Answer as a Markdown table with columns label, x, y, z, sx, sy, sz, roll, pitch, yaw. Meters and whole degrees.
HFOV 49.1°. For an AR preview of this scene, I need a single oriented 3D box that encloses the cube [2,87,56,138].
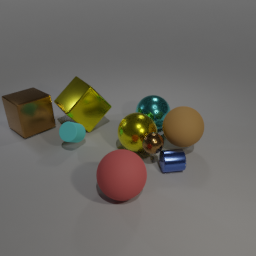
| label | x | y | z | sx | sy | sz | roll | pitch | yaw |
| --- | --- | --- | --- | --- | --- | --- | --- | --- | --- |
| cube | -3.942 | -0.653 | 11.184 | 1.400 | 1.400 | 1.400 | -26 | 36 | -38 |

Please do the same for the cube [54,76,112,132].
| label | x | y | z | sx | sy | sz | roll | pitch | yaw |
| --- | --- | --- | --- | --- | --- | --- | --- | --- | --- |
| cube | -1.810 | -0.957 | 11.214 | 1.400 | 1.400 | 1.400 | -49 | 43 | -3 |

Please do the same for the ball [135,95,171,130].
| label | x | y | z | sx | sy | sz | roll | pitch | yaw |
| --- | --- | --- | --- | --- | --- | --- | --- | --- | --- |
| ball | 0.995 | -0.609 | 11.164 | 1.400 | 1.400 | 1.400 | 0 | 29 | 0 |

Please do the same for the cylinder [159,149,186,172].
| label | x | y | z | sx | sy | sz | roll | pitch | yaw |
| --- | --- | --- | --- | --- | --- | --- | --- | --- | --- |
| cylinder | 1.418 | 1.039 | 8.948 | 0.700 | 0.700 | 0.700 | -4 | 30 | -7 |

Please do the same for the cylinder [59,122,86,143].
| label | x | y | z | sx | sy | sz | roll | pitch | yaw |
| --- | --- | --- | --- | --- | --- | --- | --- | --- | --- |
| cylinder | -1.961 | 0.156 | 9.919 | 0.700 | 0.700 | 0.700 | 11 | -2 | 18 |

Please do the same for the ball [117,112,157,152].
| label | x | y | z | sx | sy | sz | roll | pitch | yaw |
| --- | --- | --- | --- | --- | --- | --- | --- | --- | --- |
| ball | 0.329 | 0.149 | 9.847 | 1.400 | 1.400 | 1.400 | 0 | 29 | 0 |

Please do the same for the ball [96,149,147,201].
| label | x | y | z | sx | sy | sz | roll | pitch | yaw |
| --- | --- | --- | --- | --- | --- | --- | --- | --- | --- |
| ball | -0.175 | 1.295 | 7.777 | 1.400 | 1.400 | 1.400 | 0 | 29 | 0 |

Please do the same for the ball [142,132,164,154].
| label | x | y | z | sx | sy | sz | roll | pitch | yaw |
| --- | --- | --- | --- | --- | --- | --- | --- | --- | --- |
| ball | 0.795 | 0.483 | 8.944 | 0.700 | 0.700 | 0.700 | 0 | 29 | 0 |

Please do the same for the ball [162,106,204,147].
| label | x | y | z | sx | sy | sz | roll | pitch | yaw |
| --- | --- | --- | --- | --- | --- | --- | --- | --- | --- |
| ball | 1.883 | -0.043 | 9.567 | 1.400 | 1.400 | 1.400 | 0 | 29 | 0 |
